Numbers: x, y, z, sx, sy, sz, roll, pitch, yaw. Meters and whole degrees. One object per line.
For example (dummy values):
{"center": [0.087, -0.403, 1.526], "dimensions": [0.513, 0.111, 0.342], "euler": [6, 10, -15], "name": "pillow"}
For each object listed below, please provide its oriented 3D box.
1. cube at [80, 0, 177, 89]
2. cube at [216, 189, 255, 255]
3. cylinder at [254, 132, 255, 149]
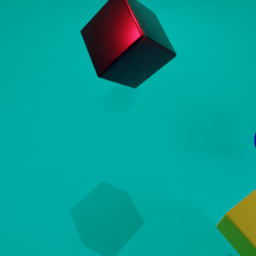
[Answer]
{"center": [0.001, -1.622, 5.361], "dimensions": [1.150, 1.150, 1.150], "euler": [7, 55, -51], "name": "cube"}
{"center": [2.388, 1.803, 5.092], "dimensions": [0.994, 0.994, 0.994], "euler": [-33, 61, -13], "name": "cube"}
{"center": [3.255, 0.279, 5.864], "dimensions": [0.822, 0.822, 0.822], "euler": [11, 46, -21], "name": "cylinder"}
